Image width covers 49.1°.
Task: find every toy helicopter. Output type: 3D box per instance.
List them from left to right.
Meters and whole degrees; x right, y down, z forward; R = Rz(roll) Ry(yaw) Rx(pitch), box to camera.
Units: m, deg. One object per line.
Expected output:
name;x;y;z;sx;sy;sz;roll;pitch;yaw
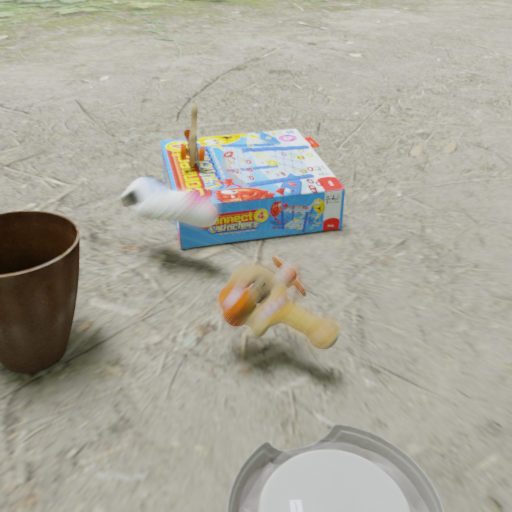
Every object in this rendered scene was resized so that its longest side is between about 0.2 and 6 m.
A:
toy helicopter;-1.161;-2.233;10.418;0.441;1.118;0.739;3;-1;-6
toy helicopter;0.356;0.612;7.020;1.557;0.614;1.030;29;69;16

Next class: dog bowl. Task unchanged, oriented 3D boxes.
dog bowl;0.714;2.523;5.223;1.969;0.577;1.969;0;33;0

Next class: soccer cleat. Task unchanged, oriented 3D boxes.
soccer cleat;-1.387;-0.733;8.764;1.675;0.585;0.723;23;49;28

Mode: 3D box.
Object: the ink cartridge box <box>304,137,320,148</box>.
ink cartridge box;1.057;-2.786;13.535;0.807;0.191;0.646;-12;35;-14

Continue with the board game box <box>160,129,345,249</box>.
board game box;-0.212;-1.436;10.895;2.966;0.847;3.030;-8;34;-12

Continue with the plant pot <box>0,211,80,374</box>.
plant pot;-2.966;0.562;7.072;1.635;1.749;1.635;2;31;-1
